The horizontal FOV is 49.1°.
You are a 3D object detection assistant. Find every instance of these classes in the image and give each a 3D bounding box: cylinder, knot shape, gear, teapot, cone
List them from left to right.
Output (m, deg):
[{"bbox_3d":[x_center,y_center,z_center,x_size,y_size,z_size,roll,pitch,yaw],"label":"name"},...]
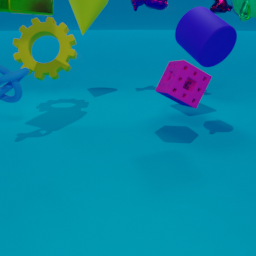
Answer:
[{"bbox_3d":[-2.872,-1.141,6.774,1.076,1.150,0.531,-34,64,-7],"label":"knot shape"},{"bbox_3d":[-2.687,-2.569,9.117,1.985,1.985,0.367,0,-4,0],"label":"gear"},{"bbox_3d":[-1.527,-4.021,10.008,1.518,1.523,1.518,5,-10,1],"label":"cone"},{"bbox_3d":[2.310,-2.732,8.423,1.322,1.322,1.322,-11,49,-27],"label":"cylinder"},{"bbox_3d":[2.595,-2.833,5.736,0.955,1.536,0.752,16,-12,40],"label":"teapot"}]

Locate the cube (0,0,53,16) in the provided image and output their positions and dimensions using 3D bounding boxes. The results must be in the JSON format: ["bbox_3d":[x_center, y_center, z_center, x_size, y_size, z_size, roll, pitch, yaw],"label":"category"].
[{"bbox_3d":[-2.644,-3.307,6.267,1.360,1.360,1.360,14,23,23],"label":"cube"}]

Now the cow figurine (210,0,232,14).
[{"bbox_3d":[3.215,-4.705,9.715,0.739,1.346,1.325,-7,47,-25],"label":"cow figurine"}]

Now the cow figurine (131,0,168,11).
[{"bbox_3d":[0.803,-4.712,10.359,1.360,0.747,1.339,22,40,13],"label":"cow figurine"}]

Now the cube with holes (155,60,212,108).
[{"bbox_3d":[1.333,-1.075,6.869,0.836,0.836,0.836,25,4,-18],"label":"cube with holes"}]
